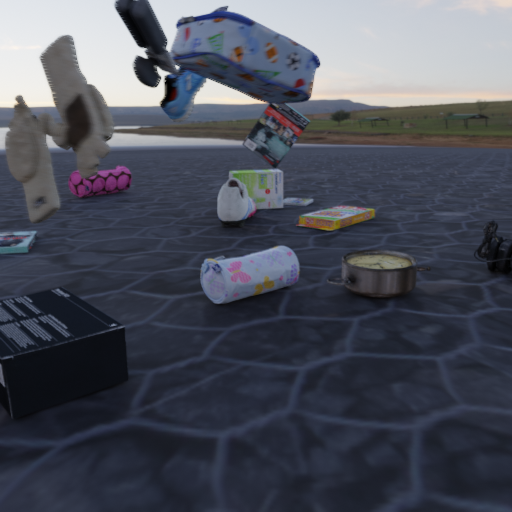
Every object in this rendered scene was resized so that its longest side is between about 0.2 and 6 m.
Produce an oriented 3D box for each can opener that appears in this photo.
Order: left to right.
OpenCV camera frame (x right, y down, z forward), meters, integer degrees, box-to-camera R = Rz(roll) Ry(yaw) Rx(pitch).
[{"bbox_3d":[-1.613,-3.024,8.166,0.510,0.640,1.913,24,-4,7],"label":"can opener"}]

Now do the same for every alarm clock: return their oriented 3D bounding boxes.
[{"bbox_3d":[1.880,0.326,9.204,1.808,0.602,1.220,-8,17,-34],"label":"alarm clock"}]

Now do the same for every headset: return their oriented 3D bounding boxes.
[{"bbox_3d":[4.721,-0.085,10.079,2.032,0.955,1.255,5,10,-30],"label":"headset"}]

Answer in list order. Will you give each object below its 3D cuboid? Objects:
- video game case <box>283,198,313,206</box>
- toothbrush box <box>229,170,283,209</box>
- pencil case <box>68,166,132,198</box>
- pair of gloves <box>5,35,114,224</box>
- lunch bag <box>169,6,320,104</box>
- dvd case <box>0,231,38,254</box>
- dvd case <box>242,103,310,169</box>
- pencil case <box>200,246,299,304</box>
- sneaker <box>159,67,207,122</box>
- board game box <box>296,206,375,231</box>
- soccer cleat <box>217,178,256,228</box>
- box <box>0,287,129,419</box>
[{"bbox_3d":[1.304,-1.754,18.209,0.890,0.108,0.977,5,15,20],"label":"video game case"},{"bbox_3d":[-0.002,-2.043,17.251,1.572,1.145,0.677,-3,15,-13],"label":"toothbrush box"},{"bbox_3d":[-5.474,-2.700,19.946,1.027,1.060,2.262,33,29,22],"label":"pencil case"},{"bbox_3d":[-3.138,-1.915,8.813,2.473,2.103,0.434,-33,-14,35],"label":"pair of gloves"},{"bbox_3d":[-0.303,-3.895,11.111,2.794,1.056,2.239,13,5,-39],"label":"lunch bag"},{"bbox_3d":[-5.583,-0.305,12.484,1.166,0.176,1.598,-3,14,-12],"label":"dvd case"},{"bbox_3d":[0.550,-3.492,15.915,1.227,1.681,0.185,35,23,-4],"label":"dvd case"},{"bbox_3d":[-0.088,0.283,9.127,1.672,0.695,0.759,-10,43,-37],"label":"pencil case"},{"bbox_3d":[-1.787,-4.314,13.723,0.764,1.949,0.877,16,-6,36],"label":"sneaker"},{"bbox_3d":[2.147,-1.029,15.073,1.109,0.348,2.322,11,21,38],"label":"board game box"},{"bbox_3d":[-0.499,-1.581,15.361,0.970,1.199,2.778,1,14,2],"label":"soccer cleat"},{"bbox_3d":[-2.447,0.997,6.374,1.284,0.718,1.820,-15,20,-36],"label":"box"}]
